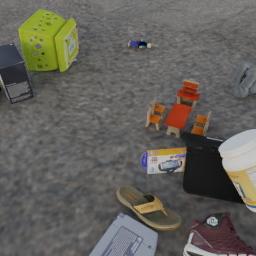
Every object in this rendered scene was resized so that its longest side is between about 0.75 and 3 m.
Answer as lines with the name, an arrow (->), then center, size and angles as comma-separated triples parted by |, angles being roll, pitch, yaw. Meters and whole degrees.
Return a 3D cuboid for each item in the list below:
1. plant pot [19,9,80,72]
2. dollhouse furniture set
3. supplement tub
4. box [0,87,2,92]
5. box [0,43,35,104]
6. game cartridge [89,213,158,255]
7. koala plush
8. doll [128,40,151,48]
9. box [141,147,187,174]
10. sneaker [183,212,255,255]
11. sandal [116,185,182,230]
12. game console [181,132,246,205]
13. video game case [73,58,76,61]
plant pot -> -3.773, -4.282, 14.110 | 2.132, 2.338, 2.350 | 12, 48, 7
dollhouse furniture set -> 2.173, -0.787, 11.296 | 2.360, 1.216, 2.335 | 16, 47, 16
supplement tub -> 3.675, 1.214, 8.060 | 1.471, 1.471, 2.034 | -33, 94, -29
box -> -6.233, -1.665, 11.901 | 0.504, 1.632, 2.044 | 4, 46, 5
box -> -5.180, -2.457, 12.517 | 1.174, 1.889, 1.904 | -21, 48, -21
game cartridge -> -0.193, 3.522, 7.498 | 1.494, 0.459, 2.244 | 22, 49, 26
koala plush -> 5.696, -1.965, 12.661 | 1.602, 1.472, 1.420 | 10, 34, -21
doll -> 0.700, -4.808, 16.046 | 1.295, 0.314, 0.884 | 10, 46, 10
box -> 1.253, 1.133, 9.538 | 1.573, 0.936, 0.326 | -5, 42, -5
sneaker -> 3.028, 3.075, 7.497 | 2.876, 1.088, 1.661 | 11, 43, 12
sandal -> 0.581, 2.296, 8.480 | 2.241, 0.605, 0.900 | 29, 36, 29
game console -> 3.027, 1.293, 9.613 | 2.505, 1.458, 2.203 | 12, 14, -4
video game case -> -3.267, -3.746, 15.124 | 0.689, 0.087, 0.756 | -28, 51, -25
